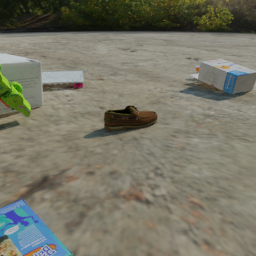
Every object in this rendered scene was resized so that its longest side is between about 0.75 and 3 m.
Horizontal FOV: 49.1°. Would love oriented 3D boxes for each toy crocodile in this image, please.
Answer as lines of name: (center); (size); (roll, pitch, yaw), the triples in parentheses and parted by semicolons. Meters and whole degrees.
toy crocodile: (-3.510, -1.137, 7.705); (0.724, 2.344, 0.791); (-32, 47, 1)

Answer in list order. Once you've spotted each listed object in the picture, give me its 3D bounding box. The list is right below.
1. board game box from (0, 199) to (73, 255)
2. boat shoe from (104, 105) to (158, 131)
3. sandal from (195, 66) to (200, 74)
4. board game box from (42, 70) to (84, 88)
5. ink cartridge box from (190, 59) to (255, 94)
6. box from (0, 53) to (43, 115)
board game box: (-1.592, 1.630, 3.671); (1.142, 0.338, 1.502); (-19, 29, -38)
boat shoe: (0.129, -0.334, 8.032); (1.697, 0.577, 0.611); (-12, 26, -26)
sandal: (3.610, -2.549, 13.603); (0.541, 0.405, 1.413); (-2, 44, -17)
board game box: (-3.273, -2.242, 12.907); (2.436, 0.315, 2.436); (-4, 23, -10)
ink cartridge box: (4.069, -2.350, 12.128); (1.414, 0.833, 2.456); (-14, 34, -31)
box: (-4.511, -1.531, 9.318); (2.409, 1.583, 2.422); (20, 26, 37)
